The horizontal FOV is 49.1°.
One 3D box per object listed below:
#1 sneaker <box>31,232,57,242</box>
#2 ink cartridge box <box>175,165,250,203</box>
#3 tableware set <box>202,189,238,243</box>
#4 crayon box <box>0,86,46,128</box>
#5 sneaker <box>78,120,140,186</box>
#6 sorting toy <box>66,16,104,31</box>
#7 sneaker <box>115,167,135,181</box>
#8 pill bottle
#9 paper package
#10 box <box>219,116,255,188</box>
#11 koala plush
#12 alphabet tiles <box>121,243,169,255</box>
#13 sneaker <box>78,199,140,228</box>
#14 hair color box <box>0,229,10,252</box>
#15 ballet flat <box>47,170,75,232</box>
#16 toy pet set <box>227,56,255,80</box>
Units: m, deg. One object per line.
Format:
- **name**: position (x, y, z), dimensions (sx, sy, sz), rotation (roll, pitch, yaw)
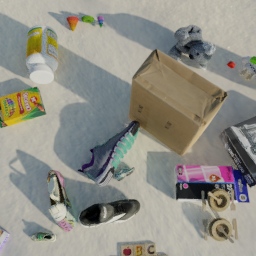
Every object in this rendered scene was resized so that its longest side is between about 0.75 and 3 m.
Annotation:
- **sneaker**: position (-2.760, 3.531, 9.106), dimensions (0.829, 0.367, 0.319), rotation (-1, 66, -1)
- **ink cartridge box**: position (2.948, 1.951, 9.783), dimensions (2.574, 0.477, 1.219), rotation (2, 65, -2)
- **tableware set**: position (3.014, 2.854, 9.129), dimensions (1.126, 0.341, 1.704), rotation (-3, 85, 0)
- **crayon box**: position (-4.264, -0.808, 10.978), dimensions (1.828, 0.464, 1.160), rotation (-19, 68, -8)
- **sneaker**: position (-0.656, 0.669, 10.060), dimensions (1.195, 1.016, 2.730), rotation (28, 69, 17)
- **sorting toy**: position (-1.940, -4.725, 12.766), dimensions (1.706, 0.592, 0.588), rotation (-2, 89, 1)
- **sneaker**: position (-0.121, 1.566, 10.022), dimensions (0.770, 0.299, 0.332), rotation (-28, 66, -12)
- **pill bottle**: position (-3.520, -2.992, 11.515), dimensions (1.248, 1.248, 2.213), rotation (-6, 66, -3)
- **paper package**: position (1.477, -0.747, 9.600), dimensions (2.781, 2.917, 1.509), rotation (37, 71, 14)
- **box**: position (5.123, 0.601, 10.204), dimensions (2.789, 0.694, 2.200), rotation (-21, 67, -9)
- **koala plush**: position (2.837, -3.285, 11.587), dimensions (1.526, 1.473, 1.661), rotation (-31, 65, -24)
- **alphabet tiles**: position (0.402, 4.832, 8.690), dimensions (1.903, 0.072, 2.287), rotation (-3, 66, -1)
- **sneaker**: position (-0.614, 2.758, 9.120), dimensions (2.136, 0.967, 0.710), rotation (-11, 68, -5)
- **hair color box**: position (-4.245, 3.716, 9.092), dimensions (0.430, 0.255, 0.787), rotation (20, 66, 9)
- **ballet flat**: position (-2.360, 2.404, 9.362), dimensions (0.743, 0.765, 2.151), rotation (-22, 67, 6)
- **toy pet set**: position (5.589, -2.380, 10.589), dimensions (2.443, 2.617, 1.390), rotation (34, 91, -13)
